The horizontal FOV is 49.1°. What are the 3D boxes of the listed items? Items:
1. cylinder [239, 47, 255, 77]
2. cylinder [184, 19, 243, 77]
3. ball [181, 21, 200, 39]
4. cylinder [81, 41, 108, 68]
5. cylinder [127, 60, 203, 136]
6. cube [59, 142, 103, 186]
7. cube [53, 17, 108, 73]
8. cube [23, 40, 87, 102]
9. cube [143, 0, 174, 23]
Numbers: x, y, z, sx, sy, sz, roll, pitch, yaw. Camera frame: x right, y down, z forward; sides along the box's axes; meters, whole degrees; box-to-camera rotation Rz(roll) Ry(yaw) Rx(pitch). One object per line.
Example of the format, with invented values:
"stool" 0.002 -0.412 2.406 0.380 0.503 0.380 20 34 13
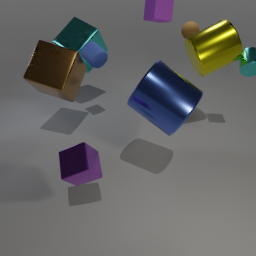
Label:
"cylinder" 4.068 -2.188 9.305 0.700 0.700 0.700 5 60 8
"cylinder" 2.799 -2.618 9.274 1.400 1.400 1.400 -25 31 6
"ball" 2.454 -3.818 11.020 0.700 0.700 0.700 0 31 0
"cylinder" -1.195 -2.604 9.980 0.700 0.700 0.700 -25 58 -35
"cylinder" 0.927 -0.756 7.138 1.400 1.400 1.400 37 37 2
"cube" -1.092 0.848 6.467 0.700 0.700 0.700 -22 60 14
"cube" -1.939 -3.436 11.690 1.400 1.400 1.400 34 81 23
"cube" -2.399 -1.874 9.485 1.400 1.400 1.400 18 -9 7
"cube" 1.009 -3.910 9.266 0.700 0.700 0.700 -3 17 -28
